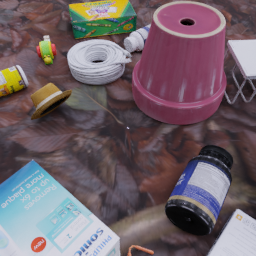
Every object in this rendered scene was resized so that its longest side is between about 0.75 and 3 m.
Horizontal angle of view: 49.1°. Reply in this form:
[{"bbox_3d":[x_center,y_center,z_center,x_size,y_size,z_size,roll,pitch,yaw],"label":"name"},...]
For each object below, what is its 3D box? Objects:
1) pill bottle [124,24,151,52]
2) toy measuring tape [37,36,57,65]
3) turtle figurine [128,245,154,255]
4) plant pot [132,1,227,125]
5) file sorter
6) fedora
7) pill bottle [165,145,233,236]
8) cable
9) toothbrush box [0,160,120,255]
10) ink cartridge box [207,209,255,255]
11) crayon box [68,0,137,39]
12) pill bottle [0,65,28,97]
[{"bbox_3d":[0.525,-3.428,10.819,1.342,0.745,0.745,-33,57,-24],"label":"pill bottle"},{"bbox_3d":[-3.102,-3.161,10.626,0.744,0.744,2.022,-10,50,-8],"label":"toy measuring tape"},{"bbox_3d":[0.490,3.177,5.191,1.908,0.614,1.539,30,56,24],"label":"turtle figurine"},{"bbox_3d":[1.617,-2.043,8.358,2.983,2.670,2.983,0,49,0],"label":"plant pot"},{"bbox_3d":[4.260,-1.732,8.825,2.283,1.422,1.584,-4,54,-6],"label":"file sorter"},{"bbox_3d":[-2.339,-0.856,8.114,1.558,1.558,0.635,-38,95,-28],"label":"fedora"},{"bbox_3d":[1.728,1.349,6.462,1.097,1.097,1.961,24,52,19],"label":"pill bottle"},{"bbox_3d":[-1.095,-2.380,9.949,2.042,0.707,2.042,-26,53,-19],"label":"cable"},{"bbox_3d":[-1.765,2.266,5.632,2.693,1.148,1.971,35,58,25],"label":"toothbrush box"},{"bbox_3d":[2.562,3.046,5.381,2.197,0.481,2.218,32,54,25],"label":"ink cartridge box"},{"bbox_3d":[-1.089,-4.651,11.849,2.630,0.766,1.562,-10,50,-9],"label":"crayon box"},{"bbox_3d":[-4.050,-1.449,9.089,1.406,0.768,0.768,-27,54,-21],"label":"pill bottle"}]
